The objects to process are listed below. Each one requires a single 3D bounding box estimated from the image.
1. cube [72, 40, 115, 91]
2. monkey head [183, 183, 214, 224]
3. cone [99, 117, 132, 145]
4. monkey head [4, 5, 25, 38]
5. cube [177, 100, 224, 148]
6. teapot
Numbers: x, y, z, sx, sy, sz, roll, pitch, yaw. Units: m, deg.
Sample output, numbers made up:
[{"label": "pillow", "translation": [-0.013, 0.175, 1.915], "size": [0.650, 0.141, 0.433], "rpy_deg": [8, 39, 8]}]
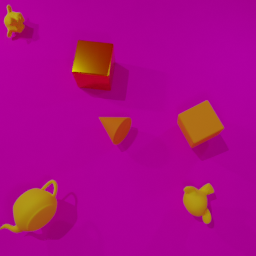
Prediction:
[{"label": "cube", "translation": [-1.026, -1.916, 8.698], "size": [1.101, 1.101, 1.101], "rpy_deg": [7, 74, 2]}, {"label": "monkey head", "translation": [1.941, 1.910, 7.550], "size": [0.882, 0.739, 1.226], "rpy_deg": [-31, 102, 10]}, {"label": "cone", "translation": [-0.523, -0.112, 8.383], "size": [0.916, 0.912, 0.912], "rpy_deg": [30, 76, 21]}, {"label": "monkey head", "translation": [-3.825, -3.494, 9.210], "size": [0.624, 0.745, 1.036], "rpy_deg": [11, 107, 15]}, {"label": "cube", "translation": [2.051, -0.084, 8.069], "size": [0.924, 0.924, 0.924], "rpy_deg": [-27, 76, 2]}, {"label": "teapot", "translation": [-2.495, 2.093, 7.235], "size": [0.887, 1.126, 1.811], "rpy_deg": [37, 77, 26]}]
